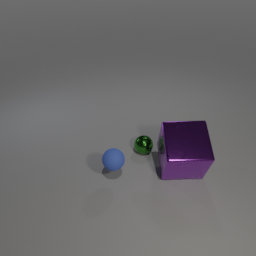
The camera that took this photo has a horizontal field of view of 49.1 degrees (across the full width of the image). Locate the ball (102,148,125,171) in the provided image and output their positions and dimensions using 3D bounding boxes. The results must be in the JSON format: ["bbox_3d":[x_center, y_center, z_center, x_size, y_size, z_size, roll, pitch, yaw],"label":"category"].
[{"bbox_3d":[-0.448,0.971,8.639,0.700,0.700,0.700,0,31,0],"label":"ball"}]

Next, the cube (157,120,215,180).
[{"bbox_3d":[1.754,0.720,8.898,1.400,1.400,1.400,-2,58,-3],"label":"cube"}]

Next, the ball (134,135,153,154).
[{"bbox_3d":[0.573,0.610,10.236,0.700,0.700,0.700,0,31,0],"label":"ball"}]
